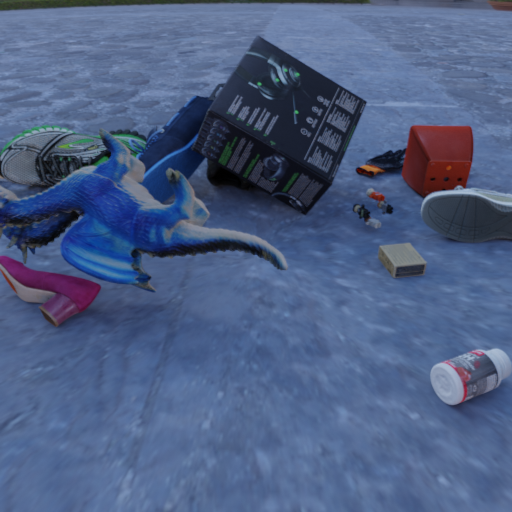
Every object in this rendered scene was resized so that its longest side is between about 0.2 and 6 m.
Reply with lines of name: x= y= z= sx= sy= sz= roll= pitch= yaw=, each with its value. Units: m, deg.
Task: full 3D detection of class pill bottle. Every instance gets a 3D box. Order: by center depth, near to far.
pill bottle: x=2.725 y=1.486 z=7.049 sx=0.942 sy=0.521 sz=0.521 roll=-14 pitch=33 yaw=-21

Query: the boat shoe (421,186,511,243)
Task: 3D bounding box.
boat shoe: x=4.342 y=-0.820 z=10.676 sx=2.573 sy=0.948 sz=0.825 roll=2 pitch=24 yaw=-4

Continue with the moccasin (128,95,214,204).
moccasin: x=-1.877 y=-2.234 z=12.110 sx=1.127 sy=1.330 sz=3.305 roll=31 pitch=59 yaw=18

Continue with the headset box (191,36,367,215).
headset box: x=0.422 y=-2.716 z=11.454 sx=2.912 sy=1.351 sz=2.536 roll=29 pitch=58 yaw=-7

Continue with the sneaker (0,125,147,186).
sneaker: x=-3.954 y=-2.139 z=12.478 sx=3.406 sy=1.329 sz=1.451 roll=-9 pitch=32 yaw=-15

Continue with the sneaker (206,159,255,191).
sneaker: x=0.073 y=-1.941 z=12.668 sx=2.543 sy=0.966 sz=1.154 roll=-6 pitch=36 yaw=12

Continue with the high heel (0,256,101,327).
high heel: x=-3.294 y=0.367 z=8.819 sx=1.844 sy=0.622 sz=0.886 roll=35 pitch=57 yaw=24

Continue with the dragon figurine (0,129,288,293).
dragon figurine: x=-1.934 y=-0.257 z=8.320 sx=4.678 sy=2.326 sz=1.377 roll=31 pitch=-6 yaw=8

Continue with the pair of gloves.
pair of gloves: x=3.730 y=-2.108 z=13.450 sx=2.178 sy=0.269 sz=1.941 roll=20 pitch=37 yaw=38

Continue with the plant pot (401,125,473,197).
plant pot: x=4.063 y=-1.982 z=12.345 sx=1.354 sy=1.355 sz=1.194 roll=2 pitch=40 yaw=3

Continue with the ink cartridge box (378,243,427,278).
ink cartridge box: x=2.522 y=0.074 z=9.718 sx=0.591 sy=0.270 sz=0.718 roll=-4 pitch=30 yaw=-9

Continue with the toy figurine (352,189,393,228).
toy figurine: x=2.251 y=-0.909 z=10.813 sx=0.636 sy=0.626 sz=0.442 roll=-51 pitch=38 yaw=2

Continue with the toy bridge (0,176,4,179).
toy bridge: x=-5.350 y=-2.281 z=13.505 sx=3.901 sy=0.531 sz=1.311 roll=-12 pitch=33 yaw=-20
